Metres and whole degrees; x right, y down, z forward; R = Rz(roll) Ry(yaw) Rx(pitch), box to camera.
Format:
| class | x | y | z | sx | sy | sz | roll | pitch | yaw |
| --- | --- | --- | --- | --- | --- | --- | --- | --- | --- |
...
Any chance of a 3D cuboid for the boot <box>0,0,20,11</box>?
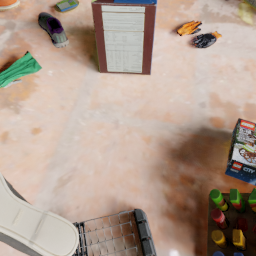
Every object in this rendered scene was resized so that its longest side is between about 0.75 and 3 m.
| class | x | y | z | sx | sy | sz | roll | pitch | yaw |
| --- | --- | --- | --- | --- | --- | --- | --- | --- | --- |
| boot | -5.540 | -5.781 | 11.392 | 2.657 | 1.425 | 0.997 | 34 | 61 | 18 |

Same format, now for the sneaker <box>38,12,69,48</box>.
| class | x | y | z | sx | sy | sz | roll | pitch | yaw |
| --- | --- | --- | --- | --- | --- | --- | --- | --- | --- |
| sneaker | -2.823 | -3.952 | 10.465 | 0.782 | 0.920 | 2.102 | -29 | 62 | -18 |

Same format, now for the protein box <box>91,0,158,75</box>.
| class | x | y | z | sx | sy | sz | roll | pitch | yaw |
| --- | --- | --- | --- | --- | --- | --- | --- | --- | --- |
| protein box | -0.005 | -3.621 | 9.186 | 1.806 | 2.676 | 2.657 | 3 | 57 | 2 |

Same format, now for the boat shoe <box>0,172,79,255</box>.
| class | x | y | z | sx | sy | sz | roll | pitch | yaw |
| --- | --- | --- | --- | --- | --- | --- | --- | --- | --- |
| boat shoe | -1.999 | 1.307 | 4.340 | 2.642 | 0.753 | 0.883 | 39 | 42 | -13 |

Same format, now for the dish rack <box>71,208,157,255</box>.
| class | x | y | z | sx | sy | sz | roll | pitch | yaw |
| --- | --- | --- | --- | --- | --- | --- | --- | --- | --- |
| dish rack | -0.416 | 2.739 | 6.331 | 2.071 | 0.565 | 1.588 | -12 | 56 | -5 |

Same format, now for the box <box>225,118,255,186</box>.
| class | x | y | z | sx | sy | sz | roll | pitch | yaw |
| --- | --- | --- | --- | --- | --- | --- | --- | --- | --- |
| box | 4.083 | 0.889 | 7.076 | 2.931 | 0.552 | 2.002 | 19 | 38 | 14 |

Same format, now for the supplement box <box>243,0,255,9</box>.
| class | x | y | z | sx | sy | sz | roll | pitch | yaw |
| --- | --- | --- | --- | --- | --- | --- | --- | --- | --- |
| supplement box | 5.987 | -5.865 | 11.467 | 1.991 | 1.337 | 1.989 | -27 | 61 | -16 |

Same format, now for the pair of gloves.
| class | x | y | z | sx | sy | sz | roll | pitch | yaw |
| --- | --- | --- | --- | --- | --- | --- | --- | --- | --- |
| pair of gloves | 2.695 | -3.576 | 10.674 | 1.272 | 0.177 | 1.428 | -34 | 66 | -22 |

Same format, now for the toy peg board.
| class | x | y | z | sx | sy | sz | roll | pitch | yaw |
| --- | --- | --- | --- | --- | --- | --- | --- | --- | --- |
| toy peg board | 2.582 | 2.180 | 5.935 | 1.977 | 0.967 | 1.968 | -8 | 52 | 30 |

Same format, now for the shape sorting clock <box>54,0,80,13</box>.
| class | x | y | z | sx | sy | sz | roll | pitch | yaw |
| --- | --- | --- | --- | --- | --- | --- | --- | --- | --- |
| shape sorting clock | -2.532 | -5.074 | 11.624 | 1.059 | 0.208 | 1.059 | -3 | 56 | 4 |

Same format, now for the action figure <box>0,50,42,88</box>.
| class | x | y | z | sx | sy | sz | roll | pitch | yaw |
| --- | --- | --- | --- | --- | --- | --- | --- | --- | --- |
| action figure | -3.777 | -1.793 | 9.333 | 1.675 | 0.458 | 0.989 | -37 | 65 | -14 |
